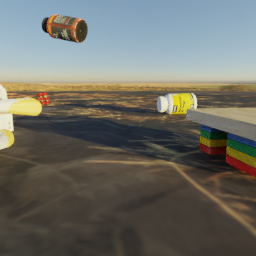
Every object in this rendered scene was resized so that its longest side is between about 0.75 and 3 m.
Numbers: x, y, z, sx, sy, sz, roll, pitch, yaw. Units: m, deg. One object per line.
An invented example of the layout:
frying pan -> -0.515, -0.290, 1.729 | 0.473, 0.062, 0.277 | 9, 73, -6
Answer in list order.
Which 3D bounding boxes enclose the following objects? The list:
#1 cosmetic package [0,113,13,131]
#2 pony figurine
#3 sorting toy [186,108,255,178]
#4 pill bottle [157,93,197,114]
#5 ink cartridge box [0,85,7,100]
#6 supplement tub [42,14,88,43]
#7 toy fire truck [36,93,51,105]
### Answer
cosmetic package -> -3.597, -0.107, 6.874 | 1.299, 0.463, 0.659 | -10, 13, -43
pony figurine -> -2.843, -0.288, 3.689 | 2.589, 2.233, 2.682 | 18, 9, 7
sorting toy -> 2.305, 0.147, 4.382 | 2.119, 0.742, 2.132 | -1, 9, -12
pill bottle -> 1.922, -0.962, 11.137 | 1.436, 0.807, 0.807 | -3, 10, -11
ink cartridge box -> -4.180, -0.736, 7.374 | 1.529, 0.891, 2.115 | -11, -3, -12
supplement tub -> -1.219, -1.902, 5.321 | 0.847, 0.453, 0.453 | 17, 15, 21
toy fire truck -> -4.946, -1.538, 15.650 | 0.940, 0.627, 1.119 | -17, 4, 14
